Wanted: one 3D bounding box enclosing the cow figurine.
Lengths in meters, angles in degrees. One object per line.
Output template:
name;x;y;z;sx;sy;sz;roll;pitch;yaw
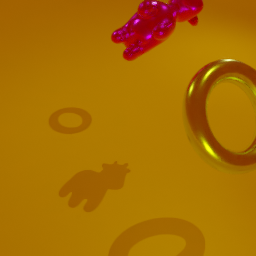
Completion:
cow figurine;0.617;-2.063;5.448;0.907;1.653;1.626;55;37;-6

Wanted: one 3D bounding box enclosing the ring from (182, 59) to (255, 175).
ring;1.700;-0.197;4.516;1.874;0.375;1.874;3;81;-22
